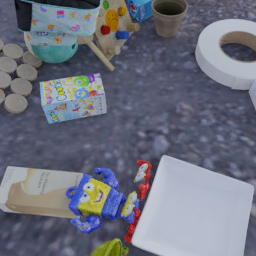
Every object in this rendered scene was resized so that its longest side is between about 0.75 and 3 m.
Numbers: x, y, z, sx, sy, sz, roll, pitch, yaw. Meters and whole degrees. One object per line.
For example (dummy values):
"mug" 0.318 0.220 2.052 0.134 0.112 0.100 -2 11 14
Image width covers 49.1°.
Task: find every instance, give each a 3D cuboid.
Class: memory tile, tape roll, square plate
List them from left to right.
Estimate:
"memory tile" -3.903 -1.715 8.766 1.969 0.216 2.569 18 55 -17
"square plate" 1.579 2.046 6.631 2.374 0.341 2.397 19 59 11
"tape roll" 3.813 -2.577 9.530 2.996 0.547 2.996 0 56 0

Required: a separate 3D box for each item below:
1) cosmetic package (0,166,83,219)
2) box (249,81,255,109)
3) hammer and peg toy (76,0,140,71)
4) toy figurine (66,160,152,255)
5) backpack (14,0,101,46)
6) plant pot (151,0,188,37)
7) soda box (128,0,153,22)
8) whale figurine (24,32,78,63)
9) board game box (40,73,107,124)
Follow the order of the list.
"cosmetic package" -2.044 1.553 6.754 1.878 0.668 0.988 3 57 2
"box" 4.429 -0.924 8.433 1.167 0.564 1.030 -5 56 -2
"hammer and peg toy" -0.778 -3.267 9.273 0.964 2.011 2.734 12 56 35
"toy figurine" -0.669 1.876 6.138 1.676 1.475 2.797 14 57 15
"backpack" -1.280 -2.213 5.184 1.503 1.152 1.321 -8 53 -18
"plant pot" 1.430 -3.936 10.083 1.269 1.101 1.269 0 56 0
"soda box" 1.146 -5.129 10.956 2.350 0.754 0.797 -33 62 -14
"whale figurine" -2.030 -3.373 9.089 1.456 2.232 2.805 32 82 14
"board game box" -1.577 -0.876 8.193 1.734 0.909 0.893 -11 57 -8
